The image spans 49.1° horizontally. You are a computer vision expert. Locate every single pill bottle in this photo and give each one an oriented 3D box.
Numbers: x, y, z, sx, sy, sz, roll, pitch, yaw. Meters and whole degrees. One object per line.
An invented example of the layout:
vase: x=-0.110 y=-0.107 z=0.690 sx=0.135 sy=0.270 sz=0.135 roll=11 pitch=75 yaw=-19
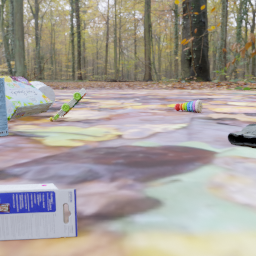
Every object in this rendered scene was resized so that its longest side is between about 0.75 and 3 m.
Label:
pill bottle: x=-4.549 y=-1.473 z=13.131 sx=2.485 sy=1.397 sz=1.397 roll=8 pitch=13 yaw=42

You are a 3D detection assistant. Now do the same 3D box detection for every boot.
boot: x=3.031 y=0.215 z=5.996 sx=1.529 sy=0.518 sz=0.999 roll=-1 pitch=12 yaw=45

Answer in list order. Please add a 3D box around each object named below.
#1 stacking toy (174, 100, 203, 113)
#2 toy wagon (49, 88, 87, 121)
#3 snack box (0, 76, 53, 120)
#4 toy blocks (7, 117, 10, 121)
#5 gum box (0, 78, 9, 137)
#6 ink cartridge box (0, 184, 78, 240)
stacking toy: x=2.757 y=-0.973 z=13.017 sx=1.324 sy=0.565 sz=0.565 roll=0 pitch=7 yaw=42
toy wagon: x=-2.130 y=-0.789 z=9.985 sx=1.630 sy=0.322 sz=1.264 roll=-46 pitch=12 yaw=-3
snack box: x=-4.230 y=-1.219 z=10.688 sx=1.747 sy=0.651 sz=2.457 roll=41 pitch=16 yaw=4
toy blocks: x=-4.031 y=-0.132 z=8.335 sx=0.829 sy=0.414 sz=0.567 roll=0 pitch=21 yaw=5
gum box: x=-3.664 y=-0.587 z=7.449 sx=1.262 sy=1.486 sz=0.331 roll=8 pitch=12 yaw=40
ink cartridge box: x=-0.945 y=0.749 z=2.504 sx=0.986 sy=0.467 sz=0.183 roll=0 pitch=9 yaw=-3
